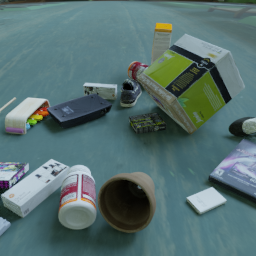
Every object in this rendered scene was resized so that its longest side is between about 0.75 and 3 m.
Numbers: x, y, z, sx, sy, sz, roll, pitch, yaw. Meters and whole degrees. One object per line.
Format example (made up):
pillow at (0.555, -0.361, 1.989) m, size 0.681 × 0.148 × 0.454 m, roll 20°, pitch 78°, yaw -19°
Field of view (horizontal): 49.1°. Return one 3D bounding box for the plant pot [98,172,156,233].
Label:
plant pot at (0.124, 1.652, 6.864) m, size 1.381 × 1.381 × 1.205 m, roll 12°, pitch 14°, yaw 19°

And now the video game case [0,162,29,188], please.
video game case at (-3.775, 1.294, 7.861) m, size 1.516 × 0.272 × 1.374 m, roll 0°, pitch 12°, yaw 0°

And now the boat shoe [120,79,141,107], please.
boat shoe at (0.132, -1.839, 12.955) m, size 0.923 × 0.796 × 2.539 m, roll 3°, pitch 31°, yaw 7°

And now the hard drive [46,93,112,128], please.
hard drive at (-1.946, -0.716, 11.357) m, size 2.283 × 0.483 × 1.540 m, roll -23°, pitch 37°, yaw -30°

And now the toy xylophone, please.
toy xylophone at (-4.127, -0.623, 11.130) m, size 1.705 × 0.585 × 2.329 m, roll 11°, pitch 32°, yaw 17°

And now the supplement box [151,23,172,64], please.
supplement box at (1.802, -4.297, 15.385) m, size 0.929 × 2.526 × 1.592 m, roll 6°, pitch 30°, yaw 5°

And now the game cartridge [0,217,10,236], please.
game cartridge at (-3.619, 2.344, 6.510) m, size 1.427 × 0.296 × 0.950 m, roll 13°, pitch 37°, yaw 21°

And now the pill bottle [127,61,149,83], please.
pill bottle at (0.827, -2.735, 14.286) m, size 0.975 × 0.975 × 1.727 m, roll -22°, pitch 38°, yaw -32°

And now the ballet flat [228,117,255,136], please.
ballet flat at (4.621, -0.119, 10.111) m, size 1.940 × 0.660 × 0.663 m, roll -9°, pitch 1°, yaw -14°

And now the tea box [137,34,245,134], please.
tea box at (2.285, -1.752, 10.700) m, size 2.713 × 1.843 × 2.758 m, roll -40°, pitch 38°, yaw 2°

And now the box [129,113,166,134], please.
box at (0.731, -0.197, 10.738) m, size 1.209 × 0.268 × 0.969 m, roll -9°, pitch 33°, yaw -15°

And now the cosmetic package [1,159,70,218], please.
cosmetic package at (-2.439, 1.562, 7.623) m, size 0.734 × 0.450 × 1.777 m, roll 16°, pitch 35°, yaw 27°

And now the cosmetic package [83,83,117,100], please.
cosmetic package at (-1.268, -1.685, 12.894) m, size 1.510 × 0.623 × 0.382 m, roll 5°, pitch 34°, yaw 9°

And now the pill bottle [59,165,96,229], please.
pill bottle at (-1.246, 1.665, 7.037) m, size 0.871 × 0.871 × 1.542 m, roll -3°, pitch 31°, yaw -6°

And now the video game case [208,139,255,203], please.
video game case at (3.836, 1.246, 8.369) m, size 1.835 × 0.244 × 2.569 m, roll 24°, pitch 39°, yaw 34°

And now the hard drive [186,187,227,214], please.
hard drive at (2.063, 1.902, 7.376) m, size 0.867 × 0.114 × 0.571 m, roll -15°, pitch 34°, yaw -23°
